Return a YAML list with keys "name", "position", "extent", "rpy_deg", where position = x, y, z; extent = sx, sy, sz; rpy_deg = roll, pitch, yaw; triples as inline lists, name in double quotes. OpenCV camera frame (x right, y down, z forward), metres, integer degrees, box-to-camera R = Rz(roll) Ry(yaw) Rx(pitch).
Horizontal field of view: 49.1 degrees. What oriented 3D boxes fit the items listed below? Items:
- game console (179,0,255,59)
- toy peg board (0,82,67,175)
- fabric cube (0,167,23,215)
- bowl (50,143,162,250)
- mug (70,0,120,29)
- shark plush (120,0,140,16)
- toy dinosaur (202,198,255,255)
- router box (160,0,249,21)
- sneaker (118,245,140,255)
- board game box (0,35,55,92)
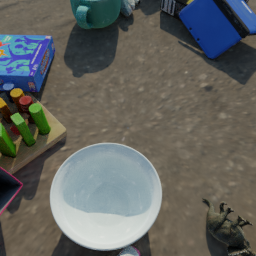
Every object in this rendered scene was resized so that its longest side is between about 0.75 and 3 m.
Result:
- name: "game console"
  position: [3.143, -3.549, 9.381]
  extent: [1.839, 1.275, 2.154]
  rpy_deg: [-17, 70, -35]
- name: "toy peg board"
  position: [-3.204, -0.179, 6.986]
  extent: [2.326, 1.138, 2.316]
  rpy_deg: [-38, 64, -23]
- name: "fabric cube"
  position: [-3.019, 1.191, 5.217]
  extent: [1.250, 1.254, 1.231]
  rpy_deg: [-10, 40, 49]
- name: "bowl"
  position: [-0.428, 1.495, 5.919]
  extent: [2.223, 0.999, 2.223]
  rpy_deg: [0, 56, 1]
- name: "mug"
  position: [-1.247, -4.211, 9.661]
  extent: [2.081, 1.287, 1.710]
  rpy_deg: [-37, 64, -22]
- name: "shark plush"
  position: [-0.611, -4.992, 10.567]
  extent: [2.246, 1.020, 0.935]
  rpy_deg: [33, 92, 16]
- name: "toy dinosaur"
  position: [1.987, 2.031, 5.774]
  extent: [1.590, 0.612, 0.813]
  rpy_deg: [38, 96, 37]
- name: "router box"
  position: [2.930, -4.845, 10.424]
  extent: [2.194, 0.729, 2.791]
  rpy_deg: [39, 64, 23]
- name: "sneaker"
  position: [-0.950, 2.958, 4.849]
  extent: [2.745, 1.117, 1.211]
  rpy_deg: [-37, 65, -23]
- name: "board game box"
  position: [-3.811, -2.003, 8.390]
  extent: [2.758, 0.620, 2.098]
  rpy_deg: [1, 48, 2]
